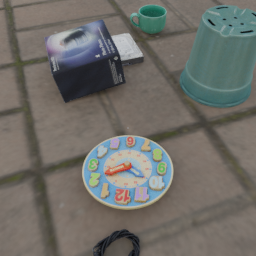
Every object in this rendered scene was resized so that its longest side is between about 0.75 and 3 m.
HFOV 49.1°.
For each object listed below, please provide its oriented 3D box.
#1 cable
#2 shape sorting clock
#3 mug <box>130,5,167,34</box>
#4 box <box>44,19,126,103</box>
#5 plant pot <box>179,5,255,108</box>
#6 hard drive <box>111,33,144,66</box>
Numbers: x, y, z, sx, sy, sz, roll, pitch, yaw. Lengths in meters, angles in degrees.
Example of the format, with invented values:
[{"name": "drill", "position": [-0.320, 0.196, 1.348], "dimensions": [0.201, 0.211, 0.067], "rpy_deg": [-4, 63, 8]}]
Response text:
[{"name": "cable", "position": [-0.187, 2.723, 6.114], "dimensions": [1.071, 0.272, 0.874], "rpy_deg": [-22, 52, -19]}, {"name": "shape sorting clock", "position": [-0.009, 1.027, 7.250], "dimensions": [2.344, 0.460, 2.344], "rpy_deg": [-1, 48, 1]}, {"name": "mug", "position": [0.937, -4.710, 12.233], "dimensions": [1.434, 0.887, 1.178], "rpy_deg": [20, 52, 17]}, {"name": "box", "position": [-1.506, -2.341, 9.638], "dimensions": [2.227, 1.384, 2.245], "rpy_deg": [-20, 51, -4]}, {"name": "plant pot", "position": [3.128, -2.415, 9.170], "dimensions": [2.526, 2.474, 2.526], "rpy_deg": [0, 48, -1]}, {"name": "hard drive", "position": [-0.256, -3.144, 11.228], "dimensions": [1.259, 0.341, 1.802], "rpy_deg": [-14, 51, -12]}]
